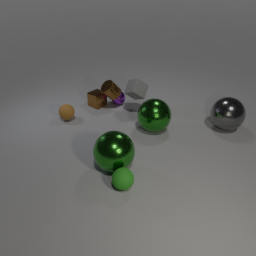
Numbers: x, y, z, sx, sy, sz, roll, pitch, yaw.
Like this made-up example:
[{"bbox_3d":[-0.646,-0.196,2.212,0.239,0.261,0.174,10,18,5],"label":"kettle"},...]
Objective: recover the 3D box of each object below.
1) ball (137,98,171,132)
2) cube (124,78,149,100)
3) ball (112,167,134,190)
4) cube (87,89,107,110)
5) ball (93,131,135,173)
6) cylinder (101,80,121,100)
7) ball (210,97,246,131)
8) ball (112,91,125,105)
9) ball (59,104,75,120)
[{"bbox_3d":[1.084,-0.519,11.557,1.400,1.400,1.400,0,31,0],"label":"ball"},{"bbox_3d":[0.378,-1.746,12.605,0.700,0.700,0.700,28,-15,-34],"label":"cube"},{"bbox_3d":[-0.159,1.580,8.701,0.700,0.700,0.700,0,31,0],"label":"ball"},{"bbox_3d":[-1.509,-1.426,13.753,0.700,0.700,0.700,25,39,35],"label":"cube"},{"bbox_3d":[-0.466,0.787,9.380,1.400,1.400,1.400,0,31,0],"label":"ball"},{"bbox_3d":[-0.786,-1.769,13.024,0.700,0.700,0.700,-20,53,29],"label":"cylinder"},{"bbox_3d":[4.158,-0.590,11.679,1.400,1.400,1.400,0,31,0],"label":"ball"},{"bbox_3d":[-0.482,-1.500,13.848,0.700,0.700,0.700,0,31,0],"label":"ball"},{"bbox_3d":[-2.723,-0.717,12.438,0.700,0.700,0.700,0,31,0],"label":"ball"}]
